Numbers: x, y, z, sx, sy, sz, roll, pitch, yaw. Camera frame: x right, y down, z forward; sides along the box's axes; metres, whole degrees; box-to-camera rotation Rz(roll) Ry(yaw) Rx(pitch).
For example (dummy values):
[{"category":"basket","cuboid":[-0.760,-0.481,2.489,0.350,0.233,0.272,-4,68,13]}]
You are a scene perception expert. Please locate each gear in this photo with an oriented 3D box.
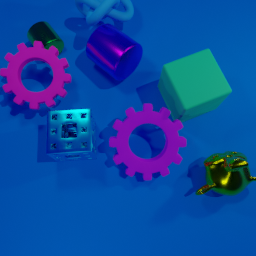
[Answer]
[{"category":"gear","cuboid":[-2.543,-1.450,7.809,1.831,0.339,1.831,0,90,-7]},{"category":"gear","cuboid":[0.528,0.375,7.644,2.031,0.376,2.031,0,97,0]}]

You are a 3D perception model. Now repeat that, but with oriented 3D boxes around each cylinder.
[{"category":"cylinder","cuboid":[-2.560,-2.721,8.726,0.834,0.834,0.834,-36,77,-10]},{"category":"cylinder","cuboid":[-0.401,-2.230,8.258,1.222,1.222,1.222,40,77,19]}]

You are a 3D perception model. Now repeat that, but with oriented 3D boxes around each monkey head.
[{"category":"monkey head","cuboid":[2.673,1.230,7.261,1.913,1.376,1.153,-11,91,-2]}]

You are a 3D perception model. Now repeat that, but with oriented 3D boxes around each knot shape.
[{"category":"knot shape","cuboid":[-0.846,-3.655,8.494,1.699,0.839,1.816,14,33,27]}]

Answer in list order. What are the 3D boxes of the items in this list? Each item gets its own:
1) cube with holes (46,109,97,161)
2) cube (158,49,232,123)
[{"category":"cube with holes","cuboid":[-1.509,0.230,7.701,1.144,1.144,1.144,-3,74,-1]},{"category":"cube","cuboid":[1.804,-1.127,7.954,1.385,1.385,1.385,-21,76,-6]}]
